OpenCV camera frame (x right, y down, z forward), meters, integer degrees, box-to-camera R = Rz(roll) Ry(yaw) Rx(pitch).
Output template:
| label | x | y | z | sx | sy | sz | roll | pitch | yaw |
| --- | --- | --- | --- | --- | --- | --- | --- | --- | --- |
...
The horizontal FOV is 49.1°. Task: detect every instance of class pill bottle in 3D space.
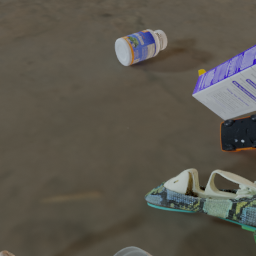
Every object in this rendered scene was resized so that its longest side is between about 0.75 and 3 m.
| label | x | y | z | sx | sy | sz | roll | pitch | yaw |
| --- | --- | --- | --- | --- | --- | --- | --- | --- | --- |
| pill bottle | 0.455 | -2.661 | 9.069 | 1.580 | 0.885 | 0.885 | -26 | 52 | -23 |

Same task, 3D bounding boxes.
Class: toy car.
| label | x | y | z | sx | sy | sz | roll | pitch | yaw |
| --- | --- | --- | --- | --- | --- | --- | --- | --- | --- |
| toy car | 2.684 | -0.548 | 6.739 | 0.869 | 1.281 | 2.613 | 12 | 56 | -34 |

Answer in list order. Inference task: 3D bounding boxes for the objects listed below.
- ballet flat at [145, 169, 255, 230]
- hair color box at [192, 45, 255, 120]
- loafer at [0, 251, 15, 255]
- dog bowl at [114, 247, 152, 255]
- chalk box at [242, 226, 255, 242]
| label | x | y | z | sx | sy | sz | roll | pitch | yaw |
| --- | --- | --- | --- | --- | --- | --- | --- | --- | --- |
| ballet flat | 1.368 | 1.116 | 4.948 | 2.430 | 0.902 | 0.902 | 1 | 41 | 35 |
| hair color box | 2.390 | -0.895 | 5.620 | 1.084 | 1.983 | 0.643 | 33 | 66 | -18 |
| loafer | -1.781 | 2.071 | 4.289 | 0.321 | 0.893 | 0.281 | -22 | 65 | -25 |
| dog bowl | 0.133 | 2.653 | 3.136 | 0.695 | 2.370 | 2.370 | 21 | 44 | -18 |
| chalk box | 2.616 | 1.703 | 4.757 | 1.258 | 0.779 | 0.783 | 9 | 60 | 34 |
